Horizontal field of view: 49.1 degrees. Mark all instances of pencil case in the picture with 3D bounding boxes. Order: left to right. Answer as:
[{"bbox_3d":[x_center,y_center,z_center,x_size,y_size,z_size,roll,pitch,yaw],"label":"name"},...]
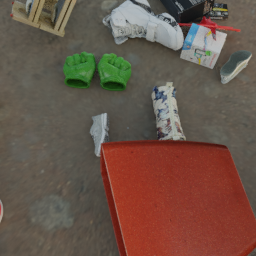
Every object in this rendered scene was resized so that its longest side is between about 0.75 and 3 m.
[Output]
[{"bbox_3d":[1.178,-0.350,8.293,0.771,0.887,1.982,-3,59,-3],"label":"pencil case"}]

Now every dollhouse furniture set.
[{"bbox_3d":[-2.725,-4.712,9.282,1.730,1.740,2.468,12,48,-30],"label":"dollhouse furniture set"}]

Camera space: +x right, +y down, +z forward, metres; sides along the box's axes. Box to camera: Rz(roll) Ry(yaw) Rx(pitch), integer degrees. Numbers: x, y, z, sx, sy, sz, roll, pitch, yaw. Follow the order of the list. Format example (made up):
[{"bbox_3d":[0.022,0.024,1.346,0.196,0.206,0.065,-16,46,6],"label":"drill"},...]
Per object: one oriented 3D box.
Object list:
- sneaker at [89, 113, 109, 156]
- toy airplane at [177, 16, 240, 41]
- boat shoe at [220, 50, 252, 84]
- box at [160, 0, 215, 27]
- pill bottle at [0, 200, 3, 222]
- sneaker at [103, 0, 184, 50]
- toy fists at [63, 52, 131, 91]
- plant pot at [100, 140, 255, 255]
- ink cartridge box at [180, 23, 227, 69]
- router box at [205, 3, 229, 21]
[{"bbox_3d":[-0.891,0.224,8.440,0.575,0.524,1.402,-5,57,12],"label":"sneaker"},{"bbox_3d":[2.685,-3.458,9.442,2.474,0.455,2.474,4,31,-2],"label":"toy airplane"},{"bbox_3d":[3.623,-2.098,9.458,0.564,0.491,1.530,31,63,29],"label":"boat shoe"},{"bbox_3d":[2.044,-4.962,10.397,1.425,0.796,2.019,-25,67,-4],"label":"box"},{"bbox_3d":[-4.044,1.924,6.627,1.275,2.304,1.275,0,66,1],"label":"pill bottle"},{"bbox_3d":[0.461,-3.368,9.671,1.665,1.089,2.898,-36,66,-14],"label":"sneaker"},{"bbox_3d":[-1.010,-1.931,9.184,2.231,0.767,1.137,4,65,3],"label":"toy fists"},{"bbox_3d":[0.985,1.815,6.237,2.640,2.996,2.993,-13,73,-9],"label":"plant pot"},{"bbox_3d":[2.536,-2.761,9.474,1.202,0.882,0.878,22,67,10],"label":"ink cartridge box"},{"bbox_3d":[3.327,-4.386,10.560,0.826,0.216,0.650,4,66,2],"label":"router box"}]
